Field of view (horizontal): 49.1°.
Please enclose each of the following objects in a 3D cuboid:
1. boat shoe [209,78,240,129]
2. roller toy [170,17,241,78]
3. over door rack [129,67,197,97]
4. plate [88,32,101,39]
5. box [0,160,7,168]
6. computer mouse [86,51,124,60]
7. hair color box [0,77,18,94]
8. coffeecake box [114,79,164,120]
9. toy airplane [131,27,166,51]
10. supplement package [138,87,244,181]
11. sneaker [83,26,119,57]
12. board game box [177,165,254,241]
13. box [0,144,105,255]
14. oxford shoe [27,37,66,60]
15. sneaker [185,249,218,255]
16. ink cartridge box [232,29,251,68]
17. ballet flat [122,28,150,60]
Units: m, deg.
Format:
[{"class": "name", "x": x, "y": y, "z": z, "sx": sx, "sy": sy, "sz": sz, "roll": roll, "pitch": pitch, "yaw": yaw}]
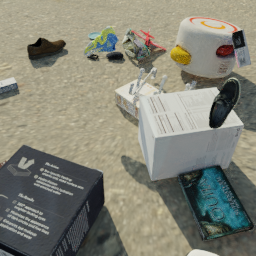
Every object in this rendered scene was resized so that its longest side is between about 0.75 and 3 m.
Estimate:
[{"class": "boat shoe", "x": 2.134, "y": -0.520, "z": 6.346, "sx": 0.466, "sy": 1.248, "sz": 0.414, "roll": 36, "pitch": 33, "yaw": 25}, {"class": "roller toy", "x": 3.172, "y": -3.199, "z": 11.328, "sx": 2.522, "sy": 1.932, "sz": 2.765, "roll": 18, "pitch": 36, "yaw": 13}, {"class": "over door rack", "x": 1.328, "y": -1.570, "z": 9.942, "sx": 1.842, "sy": 0.830, "sz": 2.493, "roll": 23, "pitch": 33, "yaw": 15}, {"class": "plate", "x": -1.653, "y": -4.698, "z": 14.308, "sx": 0.780, "sy": 0.100, "sz": 0.780, "roll": -1, "pitch": 43, "yaw": 1}, {"class": "box", "x": -3.607, "y": 1.493, "z": 7.338, "sx": 1.316, "sy": 0.493, "sz": 0.659, "roll": -32, "pitch": 51, "yaw": -32}, {"class": "computer mouse", "x": -1.054, "y": -3.321, "z": 12.679, "sx": 1.719, "sy": 0.293, "sz": 0.504, "roll": 0, "pitch": 44, "yaw": 1}, {"class": "hair color box", "x": -4.794, "y": -1.622, "z": 10.844, "sx": 0.922, "sy": 0.279, "sz": 0.461, "roll": -23, "pitch": 47, "yaw": -23}, {"class": "coffeecake box", "x": 0.484, "y": -0.992, "z": 9.936, "sx": 1.222, "sy": 0.582, "sz": 1.592, "roll": -30, "pitch": 51, "yaw": -29}, {"class": "toy airplane", "x": 0.924, "y": -4.257, "z": 13.318, "sx": 1.904, "sy": 0.350, "sz": 1.904, "roll": 19, "pitch": 45, "yaw": -20}, {"class": "supplement package", "x": 1.583, "y": 0.136, "z": 7.856, "sx": 2.280, "sy": 1.730, "sz": 1.717, "roll": -8, "pitch": 44, "yaw": -8}, {"class": "sneaker", "x": -0.817, "y": -2.519, "z": 8.741, "sx": 0.687, "sy": 1.309, "sz": 0.496, "roll": 48, "pitch": 34, "yaw": -9}, {"class": "board game box", "x": 2.119, "y": 1.820, "z": 7.056, "sx": 1.234, "sy": 0.257, "sz": 1.824, "roll": -12, "pitch": 44, "yaw": -5}, {"class": "box", "x": -2.011, "y": 1.836, "z": 6.308, "sx": 2.257, "sy": 1.348, "sz": 2.295, "roll": 16, "pitch": 45, "yaw": 17}, {"class": "oxford shoe", "x": -3.690, "y": -3.778, "z": 12.812, "sx": 1.891, "sy": 0.798, "sz": 0.687, "roll": -30, "pitch": 49, "yaw": -30}, {"class": "sneaker", "x": 2.254, "y": 2.944, "z": 5.063, "sx": 0.883, "sy": 1.418, "sz": 2.646, "roll": -34, "pitch": 52, "yaw": -31}, {"class": "ink cartridge box", "x": 3.690, "y": -2.523, "z": 9.147, "sx": 0.413, "sy": 1.054, "sz": 2.227, "roll": -12, "pitch": 6, "yaw": 25}, {"class": "ballet flat", "x": 0.174, "y": -3.862, "z": 12.916, "sx": 0.895, "sy": 0.895, "sz": 2.487, "roll": -12, "pitch": 43, "yaw": -13}]
